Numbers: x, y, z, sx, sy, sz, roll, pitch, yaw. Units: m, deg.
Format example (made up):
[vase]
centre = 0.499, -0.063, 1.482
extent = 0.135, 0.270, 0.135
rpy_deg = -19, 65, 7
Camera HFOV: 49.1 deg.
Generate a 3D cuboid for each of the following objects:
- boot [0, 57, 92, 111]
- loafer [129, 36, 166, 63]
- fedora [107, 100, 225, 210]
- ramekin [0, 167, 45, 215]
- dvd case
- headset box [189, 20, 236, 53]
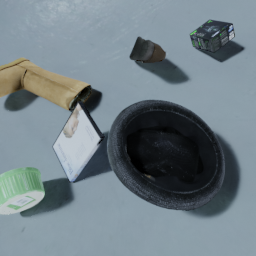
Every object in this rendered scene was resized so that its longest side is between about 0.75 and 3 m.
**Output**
[boot]
centre = -2.779, -1.165, 8.513
extent = 2.594, 0.858, 2.271
rpy_deg = 25, 50, 13
[loafer]
centre = 0.632, -2.432, 9.166
extent = 0.795, 0.813, 2.228
rpy_deg = 19, 17, -17
[fedora]
centre = 0.829, 0.743, 7.010
extent = 2.994, 1.367, 2.994
rpy_deg = 8, 64, -16
[ramekin]
centre = -2.657, 1.547, 6.763
extent = 1.274, 1.274, 0.623
rpy_deg = -24, 64, -14
[dvd case]
centre = -1.368, 0.380, 7.333
extent = 0.158, 1.802, 1.286
rpy_deg = -2, 48, -46
[headset box]
centre = 2.906, -3.238, 9.787
extent = 1.030, 0.549, 1.183
rpy_deg = -37, 39, -9
